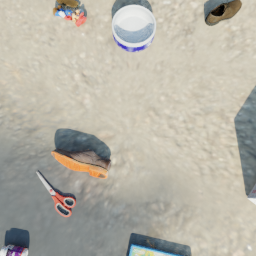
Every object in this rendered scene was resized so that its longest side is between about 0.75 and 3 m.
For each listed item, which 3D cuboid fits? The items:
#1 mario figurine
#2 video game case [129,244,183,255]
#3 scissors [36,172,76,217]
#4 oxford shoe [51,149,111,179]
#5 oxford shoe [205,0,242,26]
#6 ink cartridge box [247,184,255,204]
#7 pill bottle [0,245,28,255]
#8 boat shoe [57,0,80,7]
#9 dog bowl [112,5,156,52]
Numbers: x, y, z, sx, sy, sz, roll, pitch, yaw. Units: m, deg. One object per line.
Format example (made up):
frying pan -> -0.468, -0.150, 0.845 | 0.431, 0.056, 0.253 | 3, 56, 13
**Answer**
mario figurine -> -2.148, -4.367, 10.584 | 1.279, 0.678, 0.790 | 22, 79, 6
video game case -> 0.789, 5.340, 8.757 | 2.048, 0.255, 2.862 | 12, 79, 2
scissors -> -2.570, 2.256, 9.464 | 1.841, 0.128, 0.673 | 35, 82, 5
oxford shoe -> -1.565, 1.054, 9.522 | 2.042, 0.728, 0.744 | 21, 60, -1
oxford shoe -> 3.717, -4.464, 10.607 | 1.588, 0.670, 0.577 | -33, 78, -8
ink cartridge box -> 5.140, 1.476, 8.721 | 1.094, 1.886, 2.604 | 35, 81, 8
pill bottle -> -3.635, 4.004, 8.941 | 0.783, 0.440, 0.440 | 11, 78, 3
boat shoe -> -2.336, -4.885, 10.915 | 0.935, 0.293, 0.343 | 23, 105, 7
dog bowl -> 0.214, -3.691, 10.450 | 1.624, 0.640, 1.624 | 0, 78, 0
